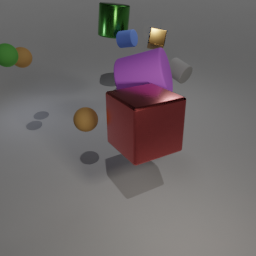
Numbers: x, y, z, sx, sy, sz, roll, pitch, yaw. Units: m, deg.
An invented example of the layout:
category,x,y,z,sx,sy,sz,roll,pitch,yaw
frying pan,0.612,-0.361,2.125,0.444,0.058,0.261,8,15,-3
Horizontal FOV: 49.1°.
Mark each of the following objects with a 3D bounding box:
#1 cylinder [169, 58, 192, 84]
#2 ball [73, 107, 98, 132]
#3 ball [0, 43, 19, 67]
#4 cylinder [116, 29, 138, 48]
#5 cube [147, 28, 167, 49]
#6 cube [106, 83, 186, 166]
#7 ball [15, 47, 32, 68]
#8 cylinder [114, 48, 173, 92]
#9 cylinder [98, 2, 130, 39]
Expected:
category,x,y,z,sx,sy,sz,roll,pitch,yaw
cylinder,1.850,-2.085,10.165,0.700,0.700,0.700,-26,55,-35
ball,-1.198,-0.240,7.943,0.700,0.700,0.700,0,32,0
ball,-3.704,-2.209,8.513,0.700,0.700,0.700,0,32,0
cylinder,-0.039,-3.804,11.956,0.700,0.700,0.700,4,30,29
cube,1.263,-3.894,12.342,0.700,0.700,0.700,11,-2,0
cube,0.394,-0.159,6.822,1.400,1.400,1.400,-14,29,-27
ball,-3.661,-2.428,9.643,0.700,0.700,0.700,0,32,0
cylinder,0.482,-1.518,8.311,1.400,1.400,1.400,-10,28,20
cylinder,-0.656,-4.939,12.854,1.400,1.400,1.400,5,26,-2
